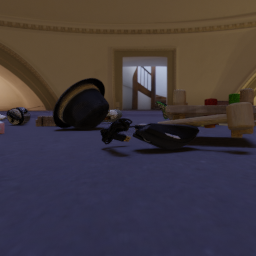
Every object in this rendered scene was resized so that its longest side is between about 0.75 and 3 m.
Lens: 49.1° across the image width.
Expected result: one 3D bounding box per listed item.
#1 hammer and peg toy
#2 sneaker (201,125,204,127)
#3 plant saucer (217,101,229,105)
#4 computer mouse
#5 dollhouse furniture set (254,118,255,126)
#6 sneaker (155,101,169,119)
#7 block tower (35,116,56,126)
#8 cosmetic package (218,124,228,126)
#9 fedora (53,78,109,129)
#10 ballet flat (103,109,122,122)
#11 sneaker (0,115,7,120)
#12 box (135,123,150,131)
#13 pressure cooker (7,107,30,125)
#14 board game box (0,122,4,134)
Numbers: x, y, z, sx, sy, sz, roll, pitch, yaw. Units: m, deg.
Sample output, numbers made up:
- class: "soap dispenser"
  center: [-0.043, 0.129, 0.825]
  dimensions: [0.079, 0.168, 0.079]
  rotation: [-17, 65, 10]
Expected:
- class: "hammer and peg toy"
  center: [1.849, -0.359, 6.434]
  dimensions: [2.085, 0.999, 2.834]
  rotation: [1, -5, 15]
- class: "sneaker"
  center: [3.020, -0.449, 12.168]
  dimensions: [0.864, 0.853, 2.263]
  rotation: [6, 13, -22]
- class: "plant saucer"
  center: [5.116, -0.848, 13.773]
  dimensions: [2.825, 0.487, 2.825]
  rotation: [4, 20, -2]
- class: "computer mouse"
  center: [0.387, 0.229, 5.555]
  dimensions: [1.889, 0.435, 1.326]
  rotation: [6, -15, -27]
- class: "dollhouse furniture set"
  center: [6.127, -0.584, 11.343]
  dimensions: [1.891, 1.082, 2.217]
  rotation: [-1, 5, -1]
- class: "sneaker"
  center: [1.669, -0.706, 12.416]
  dimensions: [1.300, 0.554, 0.507]
  rotation: [43, 14, 10]
- class: "block tower"
  center: [-3.010, -0.293, 11.738]
  dimensions: [1.616, 0.437, 0.467]
  rotation: [-1, 5, -5]
- class: "cosmetic package"
  center: [4.141, -0.399, 12.286]
  dimensions: [0.416, 0.571, 1.124]
  rotation: [-3, 4, -29]
- class: "fedora"
  center: [-1.495, -0.658, 10.122]
  dimensions: [1.066, 2.335, 2.335]
  rotation: [40, 24, 25]
- class: "ballet flat"
  center: [-1.016, -0.565, 13.286]
  dimensions: [1.783, 0.601, 0.568]
  rotation: [-11, -10, -22]
- class: "sneaker"
  center: [-7.732, -0.713, 16.255]
  dimensions: [1.404, 0.563, 0.494]
  rotation: [2, 3, 10]
- class: "box"
  center: [0.850, -0.007, 9.315]
  dimensions: [1.030, 0.249, 0.816]
  rotation: [2, 5, 21]
- class: "pressure cooker"
  center: [-4.842, -0.504, 12.354]
  dimensions: [0.785, 0.797, 0.892]
  rotation: [-15, 1, 13]
- class: "board game box"
  center: [-4.932, -0.026, 8.707]
  dimensions: [1.746, 0.381, 1.755]
  rotation: [-3, 6, -33]
